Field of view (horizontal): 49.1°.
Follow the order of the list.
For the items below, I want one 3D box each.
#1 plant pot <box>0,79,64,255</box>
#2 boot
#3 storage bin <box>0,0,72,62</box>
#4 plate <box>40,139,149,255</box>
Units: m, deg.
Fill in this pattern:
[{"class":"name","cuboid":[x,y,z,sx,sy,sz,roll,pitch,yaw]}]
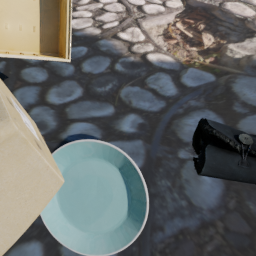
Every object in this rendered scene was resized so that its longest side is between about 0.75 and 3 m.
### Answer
[{"class":"plant pot","cuboid":[-1.833,0.370,3.139,1.624,1.833,1.835,-32,52,-9]},{"class":"boot","cuboid":[1.886,0.095,4.355,1.619,0.736,1.927,17,50,6]},{"class":"storage bin","cuboid":[-2.616,-2.885,6.915,2.256,2.239,1.057,-2,17,-24]},{"class":"plate","cuboid":[-0.522,0.991,4.031,1.690,1.690,0.216,12,7,12]}]
